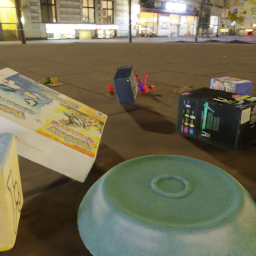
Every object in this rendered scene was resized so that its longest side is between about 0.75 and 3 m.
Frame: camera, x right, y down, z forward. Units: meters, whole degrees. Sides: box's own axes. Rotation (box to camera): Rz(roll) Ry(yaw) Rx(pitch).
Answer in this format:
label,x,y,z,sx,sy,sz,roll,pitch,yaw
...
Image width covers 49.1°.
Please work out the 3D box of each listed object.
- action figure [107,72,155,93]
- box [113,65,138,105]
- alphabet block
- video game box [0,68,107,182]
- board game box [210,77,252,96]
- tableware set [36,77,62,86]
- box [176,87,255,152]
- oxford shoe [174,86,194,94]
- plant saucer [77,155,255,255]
label,x,y,z,sx,sy,sz,roll,pitch,yaw
action figure,0.170,-2.029,12.199,2.087,1.033,0.681,3,21,2
box,-0.067,-1.608,10.430,0.656,1.065,1.056,-5,36,13
alphabet block,-2.213,0.875,3.893,1.236,1.259,1.230,-3,19,-11
video game box,-1.892,-0.246,5.936,2.782,0.651,2.535,25,21,-9
board game box,4.317,-1.717,11.794,1.036,0.629,1.299,-12,23,-28
tableware set,-4.412,-2.226,13.611,2.166,0.332,1.459,-19,27,-40
box,2.358,-0.310,7.301,1.333,1.116,1.795,-17,26,-38
oxford shoe,2.384,-1.642,12.004,0.931,0.348,0.328,-8,22,-20
plant saucer,0.663,1.093,4.412,2.917,0.524,2.917,0,20,0
